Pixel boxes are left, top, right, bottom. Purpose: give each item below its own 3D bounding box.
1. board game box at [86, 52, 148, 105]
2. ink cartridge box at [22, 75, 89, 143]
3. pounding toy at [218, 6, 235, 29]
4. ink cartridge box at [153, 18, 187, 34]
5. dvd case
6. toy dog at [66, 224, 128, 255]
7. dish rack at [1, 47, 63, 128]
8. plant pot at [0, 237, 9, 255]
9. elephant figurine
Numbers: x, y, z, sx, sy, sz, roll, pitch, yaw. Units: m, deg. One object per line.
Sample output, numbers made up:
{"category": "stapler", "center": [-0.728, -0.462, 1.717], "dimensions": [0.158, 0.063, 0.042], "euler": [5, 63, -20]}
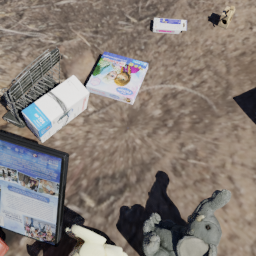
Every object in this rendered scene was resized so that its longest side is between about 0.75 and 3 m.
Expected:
{"category": "board game box", "center": [-0.303, -1.547, 8.497], "dimensions": [1.475, 0.303, 1.471], "euler": [16, 62, 9]}
{"category": "ink cartridge box", "center": [-1.852, -0.485, 7.334], "dimensions": [1.607, 1.177, 0.690], "euler": [-40, 84, -20]}
{"category": "pounding toy", "center": [3.327, -3.815, 9.490], "dimensions": [0.369, 0.807, 0.709], "euler": [27, 64, 15]}
{"category": "ink cartridge box", "center": [1.446, -3.525, 9.676], "dimensions": [1.156, 0.214, 0.547], "euler": [5, 60, 5]}
{"category": "dvd case", "center": [-2.148, 1.289, 5.660], "dimensions": [1.821, 2.553, 0.224], "euler": [16, 31, 6]}
{"category": "toy dog", "center": [-0.938, 3.072, 5.506], "dimensions": [1.759, 1.266, 1.814], "euler": [32, 61, -15]}
{"category": "dish rack", "center": [-2.420, -1.045, 7.113], "dimensions": [0.650, 2.384, 1.828], "euler": [36, 66, 2]}
{"category": "plant pot", "center": [-3.740, 2.552, 5.188], "dimensions": [2.383, 2.383, 2.318], "euler": [34, 57, 18]}
{"category": "elephant figurine", "center": [1.298, 2.226, 5.554], "dimensions": [1.845, 1.431, 1.305], "euler": [-16, 34, 23]}
